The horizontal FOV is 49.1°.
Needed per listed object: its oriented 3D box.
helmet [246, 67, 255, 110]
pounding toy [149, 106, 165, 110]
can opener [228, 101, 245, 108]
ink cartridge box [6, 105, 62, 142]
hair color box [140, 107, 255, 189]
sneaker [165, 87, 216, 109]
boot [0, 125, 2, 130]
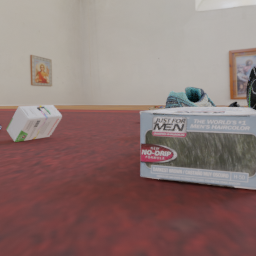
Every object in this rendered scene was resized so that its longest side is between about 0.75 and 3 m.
[{"bbox_3d":[4.839,-1.059,9.041,2.072,1.975,2.072,-10,44,10],"label":"helmet"},{"bbox_3d":[1.604,-0.809,13.796,1.139,0.521,1.000,3,6,27],"label":"pounding toy"},{"bbox_3d":[4.259,-0.583,11.621,0.748,0.928,2.359,45,29,19],"label":"can opener"},{"bbox_3d":[-1.952,-0.113,5.898,0.387,0.667,0.921,48,27,18],"label":"ink cartridge box"},{"bbox_3d":[1.105,0.091,3.845,1.209,0.740,2.442,2,5,21],"label":"hair color box"},{"bbox_3d":[1.915,-0.473,7.236,1.052,1.170,2.710,5,8,41],"label":"sneaker"},{"bbox_3d":[-3.688,-0.024,7.141,0.370,0.298,0.819,-2,2,42],"label":"boot"}]
